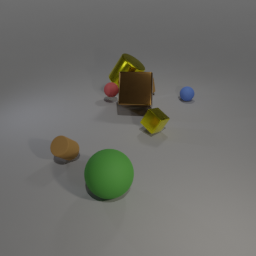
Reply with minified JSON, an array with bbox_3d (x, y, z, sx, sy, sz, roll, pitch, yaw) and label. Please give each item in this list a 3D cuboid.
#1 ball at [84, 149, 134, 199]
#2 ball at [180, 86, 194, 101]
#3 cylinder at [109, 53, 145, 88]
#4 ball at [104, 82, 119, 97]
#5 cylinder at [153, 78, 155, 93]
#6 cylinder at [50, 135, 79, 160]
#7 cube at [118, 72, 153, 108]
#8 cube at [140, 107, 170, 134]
[{"bbox_3d":[-0.532,1.289,7.923,1.400,1.400,1.400,0,31,0],"label":"ball"},{"bbox_3d":[2.853,-1.658,13.541,0.700,0.700,0.700,0,31,0],"label":"ball"},{"bbox_3d":[-0.061,-2.846,14.369,1.400,1.400,1.400,28,30,-18],"label":"cylinder"},{"bbox_3d":[-0.788,-1.805,13.225,0.700,0.700,0.700,0,31,0],"label":"ball"},{"bbox_3d":[0.999,-2.136,14.160,0.700,0.700,0.700,-9,21,4],"label":"cylinder"},{"bbox_3d":[-2.077,0.668,9.253,0.700,0.700,0.700,-7,71,20],"label":"cylinder"},{"bbox_3d":[0.375,-1.646,12.323,1.400,1.400,1.400,2,0,6],"label":"cube"},{"bbox_3d":[1.049,-0.292,10.896,0.700,0.700,0.700,46,32,22],"label":"cube"}]
